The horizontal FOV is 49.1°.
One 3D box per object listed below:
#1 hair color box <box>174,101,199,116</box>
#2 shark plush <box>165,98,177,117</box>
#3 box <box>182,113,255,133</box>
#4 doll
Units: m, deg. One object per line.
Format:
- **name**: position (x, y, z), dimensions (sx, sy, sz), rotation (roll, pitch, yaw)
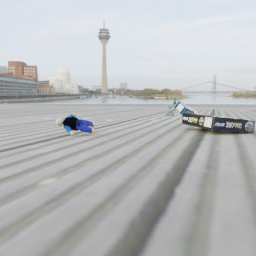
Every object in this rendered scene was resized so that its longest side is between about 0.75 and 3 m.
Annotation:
- **hair color box**: position (1.965, -0.489, 9.014), dimensions (0.944, 0.286, 0.472), rotation (24, 23, -39)
- **shark plush**: position (1.780, -0.814, 11.404), dimensions (0.332, 0.796, 0.362), rotation (19, 22, 11)
- **box**: position (2.327, -0.141, 7.411), dimensions (1.228, 0.374, 1.523), rotation (6, 4, -17)
- **doll**: position (-1.233, -0.067, 6.527), dimensions (0.894, 0.610, 0.217), rotation (12, -37, -9)
